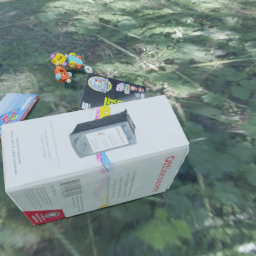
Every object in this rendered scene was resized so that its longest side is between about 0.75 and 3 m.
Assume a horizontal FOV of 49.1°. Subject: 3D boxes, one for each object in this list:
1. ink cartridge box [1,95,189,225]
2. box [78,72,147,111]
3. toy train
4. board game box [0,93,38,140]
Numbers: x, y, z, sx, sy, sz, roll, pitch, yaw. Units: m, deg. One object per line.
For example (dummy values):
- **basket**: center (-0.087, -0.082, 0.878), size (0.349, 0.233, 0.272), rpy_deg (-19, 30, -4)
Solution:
- **ink cartridge box**: center (-0.615, 0.690, 5.446), size (2.967, 2.190, 1.270), rpy_deg (-12, 59, -14)
- **box**: center (-0.419, -0.531, 7.834), size (1.857, 0.513, 2.318), rpy_deg (14, 42, -9)
- **toy train**: center (-2.070, -2.029, 9.719), size (1.228, 0.455, 1.635), rpy_deg (51, 38, 8)
- **board game box**: center (-3.534, -0.402, 8.277), size (1.026, 0.194, 1.993), rpy_deg (4, 40, 8)
